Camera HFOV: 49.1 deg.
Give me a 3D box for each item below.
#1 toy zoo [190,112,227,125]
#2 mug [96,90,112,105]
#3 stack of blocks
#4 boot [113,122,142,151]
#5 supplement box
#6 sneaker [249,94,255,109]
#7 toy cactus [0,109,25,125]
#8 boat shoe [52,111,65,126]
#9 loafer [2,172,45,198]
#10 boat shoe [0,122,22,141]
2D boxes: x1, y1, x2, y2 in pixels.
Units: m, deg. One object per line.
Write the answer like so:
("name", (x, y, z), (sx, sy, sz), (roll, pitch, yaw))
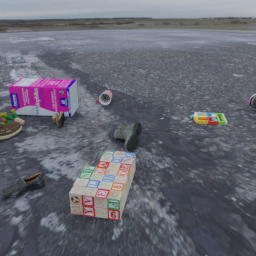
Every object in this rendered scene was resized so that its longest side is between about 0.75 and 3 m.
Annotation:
("toy zoo", (3.309, -0.404, 11.633), (1.417, 0.145, 0.930), (3, 25, 6))
("mug", (-1.135, -1.520, 13.559), (0.768, 0.577, 0.865), (4, 22, 5))
("stack of blocks", (-0.564, 1.364, 7.279), (1.202, 0.611, 2.087), (5, 25, 10))
("boot", (-0.117, 0.329, 9.758), (0.938, 0.486, 1.436), (-6, 33, 23))
("supplement box", (-3.629, -1.364, 12.285), (2.610, 1.321, 1.349), (2, 25, 5))
("sneaker", (6.474, -1.011, 12.087), (2.306, 0.851, 1.009), (9, 20, 8))
("toy cactus", (-4.620, -0.300, 11.117), (0.986, 0.611, 1.195), (19, 23, -3))
("boat shoe", (-2.809, -0.350, 11.264), (0.427, 0.438, 1.157), (-8, 18, -5))
("loafer", (-2.737, 1.473, 7.307), (1.101, 0.398, 0.401), (-20, 32, -34))
("boat shoe", (-4.622, 0.071, 9.954), (0.698, 0.699, 1.889), (14, 29, 28))
